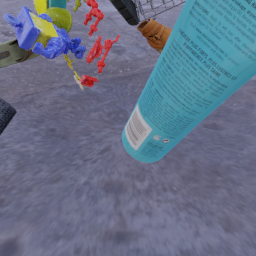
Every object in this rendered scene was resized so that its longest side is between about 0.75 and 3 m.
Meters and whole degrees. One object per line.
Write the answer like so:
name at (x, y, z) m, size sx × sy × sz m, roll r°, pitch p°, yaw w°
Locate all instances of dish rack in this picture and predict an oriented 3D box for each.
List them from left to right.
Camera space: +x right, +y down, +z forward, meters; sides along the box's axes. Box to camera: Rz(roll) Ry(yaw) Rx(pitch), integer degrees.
dish rack at (0.849, -3.862, 7.311) m, size 2.940 × 0.802 × 2.255 m, roll -18°, pitch -13°, yaw 20°

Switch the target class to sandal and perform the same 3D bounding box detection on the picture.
sandal at (-2.413, -1.794, 6.352) m, size 0.455 × 0.633 × 1.595 m, roll 5°, pitch 38°, yaw 44°

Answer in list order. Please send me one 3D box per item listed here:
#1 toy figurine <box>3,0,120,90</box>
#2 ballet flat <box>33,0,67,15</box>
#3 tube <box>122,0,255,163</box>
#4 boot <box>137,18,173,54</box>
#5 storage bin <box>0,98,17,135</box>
toy figurine at (-1.370, -1.833, 4.774) m, size 1.427 × 1.256 × 2.382 m, roll 7°, pitch 43°, yaw -42°
ballet flat at (-1.915, -3.598, 6.511) m, size 0.923 × 2.754 × 0.920 m, roll 21°, pitch 42°, yaw 6°
tube at (0.668, -0.515, 3.129) m, size 1.105 × 2.854 × 0.719 m, roll 41°, pitch 54°, yaw 7°
boot at (0.984, -2.439, 7.215) m, size 1.465 × 1.134 × 0.540 m, roll -9°, pitch 52°, yaw 52°
storage bin at (-2.405, -0.297, 4.258) m, size 0.776 × 1.148 × 0.538 m, roll -22°, pitch 36°, yaw 52°
